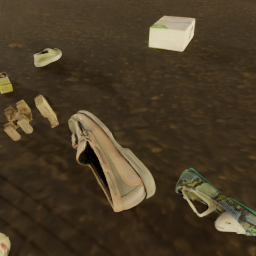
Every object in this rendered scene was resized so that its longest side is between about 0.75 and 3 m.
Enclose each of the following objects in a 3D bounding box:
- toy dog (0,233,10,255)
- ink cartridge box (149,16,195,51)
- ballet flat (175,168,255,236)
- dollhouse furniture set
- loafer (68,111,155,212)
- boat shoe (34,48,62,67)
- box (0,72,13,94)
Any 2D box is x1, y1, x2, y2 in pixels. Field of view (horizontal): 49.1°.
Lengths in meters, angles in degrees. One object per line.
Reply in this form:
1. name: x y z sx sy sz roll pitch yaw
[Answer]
1. toy dog: -1.989 1.937 3.701 1.172 0.844 1.209 -29 30 22
2. ink cartridge box: 2.058 -4.337 12.492 1.536 0.883 2.622 13 37 18
3. ballet flat: 1.503 1.364 4.708 0.642 0.642 1.731 -24 40 -31
4. dollhouse furniture set: -2.419 -0.201 6.979 1.093 0.726 0.958 -29 39 -3
5. loafer: -0.613 0.523 5.535 0.851 0.973 2.705 -29 46 -24
6. boat shoe: -3.007 -2.771 10.626 0.526 0.453 1.462 12 37 17
7. box: -3.977 -1.452 8.906 0.391 0.260 1.039 -19 40 -25
